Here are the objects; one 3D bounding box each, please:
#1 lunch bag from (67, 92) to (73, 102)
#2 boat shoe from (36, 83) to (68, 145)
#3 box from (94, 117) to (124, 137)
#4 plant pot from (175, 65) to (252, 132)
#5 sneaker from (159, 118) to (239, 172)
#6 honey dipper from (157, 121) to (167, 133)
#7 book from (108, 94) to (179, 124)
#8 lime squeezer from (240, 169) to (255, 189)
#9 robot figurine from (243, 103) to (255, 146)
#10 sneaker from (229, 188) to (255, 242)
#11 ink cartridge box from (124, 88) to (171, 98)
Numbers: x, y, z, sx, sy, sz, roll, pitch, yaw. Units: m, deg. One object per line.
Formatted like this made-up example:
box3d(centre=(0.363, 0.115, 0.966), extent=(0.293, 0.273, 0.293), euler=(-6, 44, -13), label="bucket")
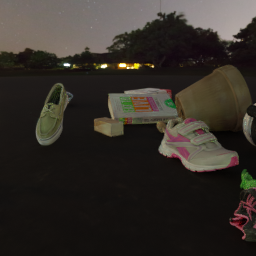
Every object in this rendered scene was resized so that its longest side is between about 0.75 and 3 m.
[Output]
box3d(centre=(-3.943, -1.771, 16.737), extent=(1.300, 0.827, 1.103), euler=(-14, 15, -12), label="lunch bag")
box3d(centre=(-2.579, -0.523, 9.376), extent=(0.853, 0.735, 2.369), euler=(0, 50, 4), label="boat shoe")
box3d(centre=(-0.721, -0.052, 10.349), extent=(0.569, 0.466, 1.198), euler=(-10, 17, -36), label="box")
box3d(centre=(2.992, -0.836, 10.363), extent=(2.158, 2.487, 2.487), euler=(-17, 14, 0), label="plant pot")
box3d(centre=(1.715, 0.354, 7.286), extent=(1.038, 1.126, 2.551), euler=(-9, 16, -32), label="sneaker")
box3d(centre=(1.330, 0.172, 9.883), extent=(0.353, 0.353, 1.859), euler=(-1, 18, -4), label="honey dipper")
box3d(centre=(0.668, -0.835, 12.552), extent=(2.882, 0.693, 1.925), euler=(-3, 35, -11), label="book")
box3d(centre=(2.623, 1.142, 5.727), extent=(0.689, 0.368, 1.952), euler=(-2, 13, -7), label="lime squeezer")
box3d(centre=(4.353, 0.028, 7.643), extent=(1.573, 1.894, 2.520), euler=(-25, 19, -8), label="robot figurine")
box3d(centre=(1.955, 1.389, 4.559), extent=(0.644, 0.533, 1.350), euler=(-9, 11, 10), label="sneaker")
box3d(centre=(1.135, -1.673, 15.937), extent=(1.696, 0.987, 2.329), euler=(12, 20, 41), label="ink cartridge box")
